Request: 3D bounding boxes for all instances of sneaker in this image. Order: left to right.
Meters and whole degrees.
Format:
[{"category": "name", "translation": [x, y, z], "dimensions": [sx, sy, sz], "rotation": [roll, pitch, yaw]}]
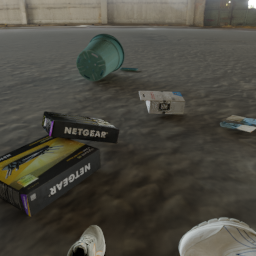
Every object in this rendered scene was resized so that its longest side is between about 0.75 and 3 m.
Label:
[{"category": "sneaker", "translation": [-0.702, 2.050, 4.676], "dimensions": [0.512, 0.623, 1.354], "rotation": [4, 24, 8]}, {"category": "sneaker", "translation": [1.954, 2.047, 4.218], "dimensions": [2.361, 0.879, 1.028], "rotation": [4, 15, 13]}]

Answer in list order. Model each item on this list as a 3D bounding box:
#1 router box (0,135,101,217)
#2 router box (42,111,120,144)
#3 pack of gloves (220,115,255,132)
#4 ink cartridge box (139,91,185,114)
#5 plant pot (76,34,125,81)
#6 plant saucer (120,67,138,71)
[{"category": "router box", "translation": [-2.119, 0.991, 7.011], "dimensions": [1.841, 0.612, 2.342], "rotation": [15, 28, 30]}, {"category": "router box", "translation": [-1.460, -0.027, 8.495], "dimensions": [2.011, 0.513, 1.500], "rotation": [7, 9, -27]}, {"category": "pack of gloves", "translation": [4.038, -0.078, 9.994], "dimensions": [1.105, 0.260, 1.316], "rotation": [-24, 26, -34]}, {"category": "ink cartridge box", "translation": [1.316, -1.044, 11.377], "dimensions": [1.752, 0.584, 1.015], "rotation": [1, 30, -4]}, {"category": "plant pot", "translation": [-1.710, -3.966, 16.250], "dimensions": [2.408, 2.408, 2.359], "rotation": [8, 33, 16]}, {"category": "plant saucer", "translation": [0.066, -3.867, 18.428], "dimensions": [1.192, 0.113, 0.417], "rotation": [6, 25, 15]}]
